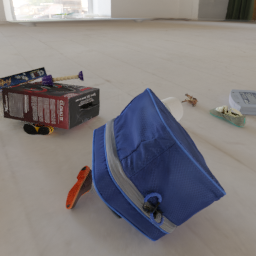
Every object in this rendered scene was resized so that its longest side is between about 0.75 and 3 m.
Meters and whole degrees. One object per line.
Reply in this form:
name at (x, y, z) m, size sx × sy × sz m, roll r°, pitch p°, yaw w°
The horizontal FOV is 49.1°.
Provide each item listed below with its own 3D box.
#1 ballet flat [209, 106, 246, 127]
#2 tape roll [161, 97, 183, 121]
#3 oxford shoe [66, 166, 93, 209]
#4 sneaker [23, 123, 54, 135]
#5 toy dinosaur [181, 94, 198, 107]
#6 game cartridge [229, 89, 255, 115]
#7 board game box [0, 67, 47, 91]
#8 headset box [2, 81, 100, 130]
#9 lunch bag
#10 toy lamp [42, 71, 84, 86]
ballet flat at (3.708, -0.561, 10.403) m, size 0.550 × 0.520 × 1.632 m, roll -15°, pitch 30°, yaw -26°
tape roll at (1.434, -0.602, 10.052) m, size 0.632 × 0.921 × 0.921 m, roll -20°, pitch 33°, yaw -35°
oxford shoe at (-1.066, 1.432, 6.536) m, size 0.402 × 0.410 × 1.130 m, roll -21°, pitch 34°, yaw 44°
sneaker at (-3.022, 0.033, 9.498) m, size 1.030 × 0.360 × 0.464 m, roll 7°, pitch 10°, yaw 13°
toy dinosaur at (2.680, -1.151, 11.753) m, size 0.662 × 0.419 × 0.977 m, roll 24°, pitch 18°, yaw 21°
game cartridge at (4.965, -1.095, 11.628) m, size 1.401 × 0.437 × 2.103 m, roll 1°, pitch 27°, yaw 11°
board game box at (-5.341, -2.127, 12.877) m, size 1.818 × 0.464 × 2.684 m, roll -5°, pitch 18°, yaw 42°
headset box at (-2.543, -0.898, 10.088) m, size 2.981 × 1.118 × 2.215 m, roll 10°, pitch 19°, yaw 19°
lunch bag at (0.409, 0.785, 5.832) m, size 1.980 × 2.033 × 2.993 m, roll -38°, pitch 23°, yaw 13°
toy lamp at (-2.351, -1.785, 10.094) m, size 1.465 × 0.426 × 0.426 m, roll -11°, pitch 28°, yaw -5°
